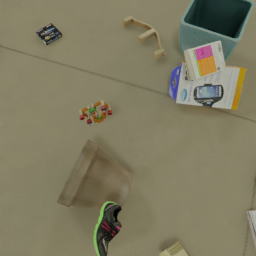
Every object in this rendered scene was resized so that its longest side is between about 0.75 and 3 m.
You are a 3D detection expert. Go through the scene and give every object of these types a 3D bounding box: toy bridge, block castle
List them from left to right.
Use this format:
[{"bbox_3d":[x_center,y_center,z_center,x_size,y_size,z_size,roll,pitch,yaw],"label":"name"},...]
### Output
[{"bbox_3d":[-1.045,-0.461,9.134,0.977,0.653,0.458,-22,66,15],"label":"block castle"},{"bbox_3d":[0.895,-4.312,13.128,0.949,0.384,2.823,-32,68,-15],"label":"toy bridge"}]

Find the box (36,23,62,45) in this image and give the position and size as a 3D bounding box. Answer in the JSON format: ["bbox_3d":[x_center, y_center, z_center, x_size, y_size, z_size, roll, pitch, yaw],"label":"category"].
[{"bbox_3d":[-3.748,-4.467,13.303,0.907,0.225,0.900,-37,70,-17],"label":"box"}]

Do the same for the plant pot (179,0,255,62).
[{"bbox_3d":[3.489,-3.973,11.839,2.339,2.383,2.333,23,67,11],"label":"plant pot"}]

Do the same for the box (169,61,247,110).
[{"bbox_3d":[3.078,-1.722,11.197,2.803,1.669,0.581,8,20,5],"label":"box"}]

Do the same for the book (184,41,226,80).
[{"bbox_3d":[2.797,-2.441,10.057,1.623,0.390,1.084,-20,103,-26],"label":"book"}]

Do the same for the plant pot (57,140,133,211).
[{"bbox_3d":[-0.969,1.790,9.295,1.958,2.256,2.256,26,65,-6],"label":"plant pot"}]

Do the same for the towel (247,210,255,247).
[{"bbox_3d":[4.985,3.535,9.276,1.697,0.286,1.777,-5,64,-3],"label":"towel"}]

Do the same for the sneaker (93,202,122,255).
[{"bbox_3d":[-0.498,2.621,7.265,0.611,0.560,1.458,1,57,17],"label":"sneaker"}]

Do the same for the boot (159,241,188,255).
[{"bbox_3d":[1.312,4.495,8.597,1.731,0.630,1.346,-33,68,-17],"label":"boot"}]
